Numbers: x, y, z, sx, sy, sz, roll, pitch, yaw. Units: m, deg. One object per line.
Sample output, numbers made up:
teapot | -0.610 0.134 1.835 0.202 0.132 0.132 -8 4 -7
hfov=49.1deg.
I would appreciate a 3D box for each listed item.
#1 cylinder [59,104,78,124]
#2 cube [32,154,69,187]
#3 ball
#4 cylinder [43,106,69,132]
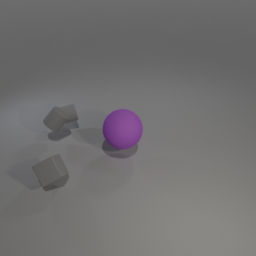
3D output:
cylinder | -2.457 -0.565 11.412 0.700 0.700 0.700 -16 34 -11
cube | -2.373 1.294 8.638 0.700 0.700 0.700 -28 -1 5
ball | -0.182 0.039 9.716 1.400 1.400 1.400 0 32 0
cylinder | -2.708 -0.330 10.554 0.700 0.700 0.700 41 9 -8
